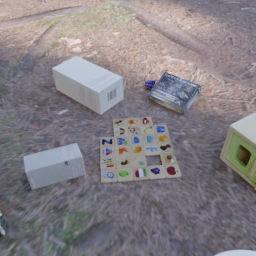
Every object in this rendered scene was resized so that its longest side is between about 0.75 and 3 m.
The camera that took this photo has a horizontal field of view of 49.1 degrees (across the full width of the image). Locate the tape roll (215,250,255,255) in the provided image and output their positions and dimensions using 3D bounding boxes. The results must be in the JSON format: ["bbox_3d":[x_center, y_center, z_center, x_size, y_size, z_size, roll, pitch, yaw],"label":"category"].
[{"bbox_3d":[1.946,3.498,4.503,2.428,1.667,2.428,0,42,0],"label":"tape roll"}]

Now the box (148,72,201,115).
[{"bbox_3d":[1.766,-1.354,10.689,1.586,0.383,1.256,27,70,28],"label":"box"}]

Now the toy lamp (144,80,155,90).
[{"bbox_3d":[1.419,-1.626,11.284,1.518,0.442,0.442,13,43,14],"label":"toy lamp"}]

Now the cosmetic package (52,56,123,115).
[{"bbox_3d":[-1.559,-1.739,10.899,2.567,1.089,1.381,30,50,30],"label":"cosmetic package"}]

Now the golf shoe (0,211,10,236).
[{"bbox_3d":[-4.315,1.952,6.718,2.994,1.156,1.319,24,53,26],"label":"golf shoe"}]

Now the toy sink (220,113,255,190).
[{"bbox_3d":[3.810,0.835,7.762,1.194,1.389,2.131,-23,47,-24],"label":"toy sink"}]

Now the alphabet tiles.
[{"bbox_3d":[0.261,0.571,9.039,2.326,0.105,2.783,-4,41,-3],"label":"alphabet tiles"}]

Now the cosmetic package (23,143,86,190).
[{"bbox_3d":[-2.070,1.074,7.913,1.552,0.829,0.700,-17,44,-16],"label":"cosmetic package"}]
